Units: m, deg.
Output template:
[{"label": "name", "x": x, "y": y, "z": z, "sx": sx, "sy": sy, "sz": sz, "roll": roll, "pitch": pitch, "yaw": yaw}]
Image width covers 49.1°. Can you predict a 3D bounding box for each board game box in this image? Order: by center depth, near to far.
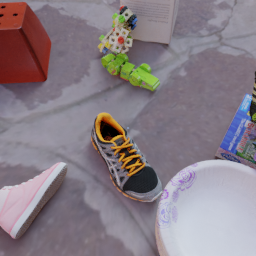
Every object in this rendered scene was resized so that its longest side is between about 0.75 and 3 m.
[{"label": "board game box", "x": 4.241, "y": 0.355, "z": 8.320, "sx": 2.469, "sy": 0.509, "sz": 2.475, "roll": 26, "pitch": 59, "yaw": 17}]

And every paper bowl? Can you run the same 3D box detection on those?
[{"label": "paper bowl", "x": 2.085, "y": 2.335, "z": 6.338, "sx": 2.960, "sy": 1.539, "sz": 2.960, "roll": 0, "pitch": 55, "yaw": 0}]

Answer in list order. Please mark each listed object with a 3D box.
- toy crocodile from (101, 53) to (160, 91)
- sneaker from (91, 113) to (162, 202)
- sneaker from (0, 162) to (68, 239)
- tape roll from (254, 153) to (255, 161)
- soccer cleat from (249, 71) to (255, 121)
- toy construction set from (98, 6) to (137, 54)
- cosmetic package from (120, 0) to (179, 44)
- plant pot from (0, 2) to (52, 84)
[{"label": "toy crocodile", "x": 0.039, "y": -1.980, "z": 9.929, "sx": 2.364, "sy": 0.730, "sz": 0.798, "roll": 29, "pitch": 58, "yaw": 13}, {"label": "sneaker", "x": -0.149, "y": 0.766, "z": 7.704, "sx": 1.145, "sy": 1.130, "sz": 2.925, "roll": -32, "pitch": 63, "yaw": -22}, {"label": "sneaker", "x": -2.602, "y": 1.598, "z": 7.286, "sx": 1.145, "sy": 0.824, "sz": 2.190, "roll": 29, "pitch": 64, "yaw": 13}, {"label": "tape roll", "x": 3.668, "y": 0.324, "z": 6.386, "sx": 0.532, "sy": 1.622, "sz": 1.622, "roll": 45, "pitch": 65, "yaw": 11}, {"label": "soccer cleat", "x": 3.666, "y": -1.003, "z": 7.276, "sx": 0.919, "sy": 2.723, "sz": 1.104, "roll": -10, "pitch": 65, "yaw": 12}, {"label": "toy construction set", "x": -0.350, "y": -3.261, "z": 9.707, "sx": 1.095, "sy": 2.376, "sz": 1.558, "roll": 42, "pitch": 93, "yaw": -18}, {"label": "cosmetic package", "x": 0.919, "y": -4.986, "z": 10.846, "sx": 2.057, "sy": 2.495, "sz": 2.059, "roll": 12, "pitch": 56, "yaw": 8}, {"label": "plant pot", "x": -4.125, "y": -3.078, "z": 9.845, "sx": 2.257, "sy": 1.991, "sz": 2.259, "roll": -4, "pitch": 56, "yaw": -2}]
